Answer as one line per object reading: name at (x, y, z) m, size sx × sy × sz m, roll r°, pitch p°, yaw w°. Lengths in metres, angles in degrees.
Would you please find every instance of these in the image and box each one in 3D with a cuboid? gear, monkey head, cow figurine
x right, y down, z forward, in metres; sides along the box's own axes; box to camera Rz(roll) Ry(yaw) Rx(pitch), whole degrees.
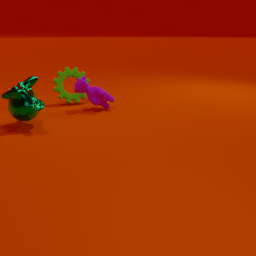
gear at (-2.044, -1.553, 10.192) m, size 1.295 × 1.295 × 0.240 m, roll -7°, pitch -1°, yaw -19°
monkey head at (-2.823, -0.800, 7.885) m, size 1.699 × 1.024 × 1.222 m, roll -7°, pitch 35°, yaw 51°
cow figurine at (-1.193, -1.196, 9.482) m, size 1.202 × 0.671 × 1.222 m, roll 39°, pitch 11°, yaw 34°
